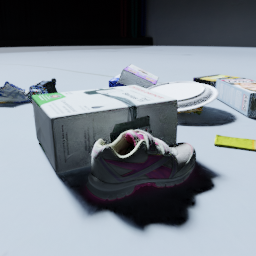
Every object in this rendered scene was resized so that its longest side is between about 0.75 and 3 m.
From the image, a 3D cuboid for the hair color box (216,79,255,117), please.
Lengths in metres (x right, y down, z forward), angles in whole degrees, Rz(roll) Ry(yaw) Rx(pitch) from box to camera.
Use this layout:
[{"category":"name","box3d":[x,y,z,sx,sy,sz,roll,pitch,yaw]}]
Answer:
[{"category":"hair color box","box3d":[4.032,-1.100,9.439,1.254,0.768,2.533,-2,20,-5]}]

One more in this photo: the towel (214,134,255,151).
[{"category":"towel","box3d":[2.634,0.341,6.340,1.288,0.116,0.554,7,20,19]}]

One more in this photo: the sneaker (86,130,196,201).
[{"category":"sneaker","box3d":[0.313,0.477,4.710,2.101,0.927,0.855,-11,22,-29]}]

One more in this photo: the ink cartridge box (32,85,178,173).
[{"category":"ink cartridge box","box3d":[-0.527,-0.162,6.203,2.705,1.124,1.983,-10,22,-27]}]

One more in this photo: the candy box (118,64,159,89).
[{"category":"candy box","box3d":[0.481,-1.997,11.532,1.403,0.599,1.673,26,22,2]}]

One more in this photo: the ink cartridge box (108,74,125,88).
[{"category":"ink cartridge box","box3d":[-0.192,-2.128,12.879,0.908,0.427,1.932,3,20,13]}]

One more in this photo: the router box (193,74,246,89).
[{"category":"router box","box3d":[4.029,-1.993,12.393,1.844,0.482,1.450,-13,23,-32]}]

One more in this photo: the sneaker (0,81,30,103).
[{"category":"sneaker","box3d":[-4.166,-1.319,10.122,1.683,0.742,0.633,-6,19,-19]}]

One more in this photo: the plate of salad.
[{"category":"plate of salad","box3d":[1.505,-0.934,9.163,2.788,0.670,2.788,-8,24,4]}]

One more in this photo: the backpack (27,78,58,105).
[{"category":"backpack","box3d":[-2.690,-1.013,8.988,0.848,1.101,1.049,-31,31,-33]}]
